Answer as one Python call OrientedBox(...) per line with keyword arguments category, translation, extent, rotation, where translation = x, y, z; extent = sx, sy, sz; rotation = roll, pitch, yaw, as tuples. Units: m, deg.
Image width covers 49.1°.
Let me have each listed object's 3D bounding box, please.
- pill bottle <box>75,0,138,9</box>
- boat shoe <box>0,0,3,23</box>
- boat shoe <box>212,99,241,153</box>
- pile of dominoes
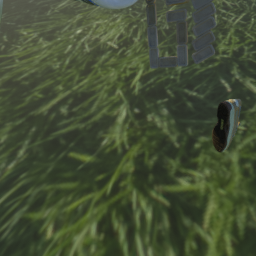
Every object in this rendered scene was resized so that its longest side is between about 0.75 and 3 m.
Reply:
OrientedBox(category="pill bottle", translation=(-0.726, -2.946, 4.966), extent=(1.351, 1.351, 2.375), rotation=(-24, 37, -21))
OrientedBox(category="boat shoe", translation=(-3.223, -2.425, 6.367), extent=(0.649, 2.072, 0.758), rotation=(0, 73, -26))
OrientedBox(category="boat shoe", translation=(1.620, -0.019, 4.459), extent=(0.379, 0.996, 0.357), rotation=(-19, 46, -17))
OrientedBox(category="pile of dominoes", translation=(0.948, -1.922, 4.929), extent=(1.300, 1.668, 0.266), rotation=(6, 20, 35))
